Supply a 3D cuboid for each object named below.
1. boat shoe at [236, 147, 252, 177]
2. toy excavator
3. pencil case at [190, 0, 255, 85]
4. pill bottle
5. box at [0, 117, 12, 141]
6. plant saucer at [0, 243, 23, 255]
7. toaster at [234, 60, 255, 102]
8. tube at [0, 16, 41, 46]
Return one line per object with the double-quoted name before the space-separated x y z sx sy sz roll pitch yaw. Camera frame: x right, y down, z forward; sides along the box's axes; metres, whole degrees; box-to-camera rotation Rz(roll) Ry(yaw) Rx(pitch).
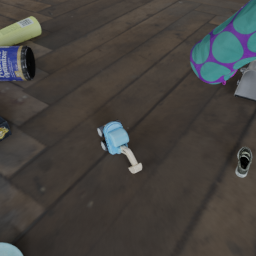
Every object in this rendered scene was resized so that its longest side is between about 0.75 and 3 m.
"boat shoe" 2.568 0.684 6.130 0.306 0.276 0.866 15 44 16
"toy excavator" -0.151 0.401 6.179 0.541 1.053 1.083 -22 18 -23
"pencil case" 2.039 -1.480 4.609 1.022 2.213 0.942 34 67 -14
"pill bottle" -3.846 -1.933 8.448 1.849 1.034 1.034 -2 42 -2
"box" -4.145 -0.020 6.744 2.097 0.482 1.667 30 50 29
"plant saucer" -2.134 2.365 4.325 1.133 0.218 1.133 0 41 0
"toaster" 4.036 -1.372 7.842 1.725 1.024 1.560 21 47 21
"tube" -4.558 -3.241 10.229 2.845 0.825 0.739 -38 92 -30
